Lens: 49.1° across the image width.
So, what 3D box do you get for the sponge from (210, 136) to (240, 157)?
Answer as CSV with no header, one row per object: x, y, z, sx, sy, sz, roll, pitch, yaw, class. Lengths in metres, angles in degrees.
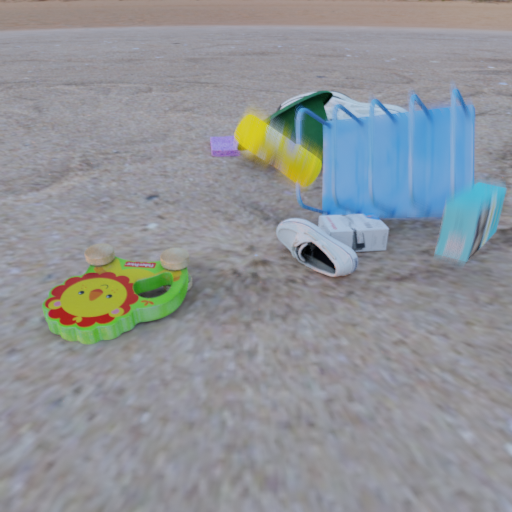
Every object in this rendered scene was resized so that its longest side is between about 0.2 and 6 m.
-0.774,-2.726,13.877,0.692,0.185,1.241,-3,28,-5,sponge

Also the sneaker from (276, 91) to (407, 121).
2.081,-3.103,13.379,3.454,1.304,1.987,6,26,7,sneaker

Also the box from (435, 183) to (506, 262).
3.035,-0.520,7.838,0.434,0.727,1.767,18,24,29,box

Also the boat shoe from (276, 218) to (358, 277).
0.789,-0.102,8.448,0.512,0.560,1.558,-18,40,-39,boat shoe

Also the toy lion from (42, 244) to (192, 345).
-1.804,0.517,7.307,1.707,0.586,1.637,3,34,4,toy lion

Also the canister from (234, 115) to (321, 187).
0.282,-1.419,7.522,1.040,0.450,0.772,26,14,-36,canister

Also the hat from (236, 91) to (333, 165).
1.292,-2.037,12.479,2.350,2.497,2.837,-29,1,-43,hat

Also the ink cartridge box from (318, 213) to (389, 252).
1.547,-0.375,9.057,0.963,0.406,0.697,-3,26,-9,ink cartridge box

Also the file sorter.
2.011,-1.517,8.783,2.497,1.732,1.532,0,-1,27,file sorter
